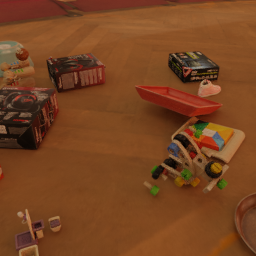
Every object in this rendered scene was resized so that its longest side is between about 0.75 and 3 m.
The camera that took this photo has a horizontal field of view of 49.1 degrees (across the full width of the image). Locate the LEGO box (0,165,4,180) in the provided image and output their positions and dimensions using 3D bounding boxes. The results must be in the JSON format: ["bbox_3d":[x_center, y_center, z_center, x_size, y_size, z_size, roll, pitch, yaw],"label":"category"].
[{"bbox_3d":[-4.536,1.312,7.954,1.495,0.577,1.113,15,37,21],"label":"LEGO box"}]

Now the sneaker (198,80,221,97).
[{"bbox_3d":[3.714,-1.863,12.586,1.313,0.686,0.494,-18,36,-27],"label":"sneaker"}]

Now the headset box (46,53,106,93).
[{"bbox_3d":[-2.409,-2.780,13.649,2.630,0.987,1.955,-14,37,-20],"label":"headset box"}]

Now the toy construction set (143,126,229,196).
[{"bbox_3d":[1.930,1.027,7.794,1.726,1.873,2.246,36,37,16],"label":"toy construction set"}]

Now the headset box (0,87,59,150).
[{"bbox_3d":[-3.924,-0.535,10.229,2.155,1.088,2.900,2,34,3],"label":"headset box"}]

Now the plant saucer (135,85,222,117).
[{"bbox_3d":[1.974,-1.062,10.931,2.671,0.491,2.676,24,19,32],"label":"plant saucer"}]

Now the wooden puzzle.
[{"bbox_3d":[2.799,0.264,9.696,2.025,0.377,1.873,23,40,29],"label":"wooden puzzle"}]

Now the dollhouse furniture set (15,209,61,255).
[{"bbox_3d":[-1.930,2.398,6.007,1.070,0.958,1.350,-12,36,-18],"label":"dollhouse furniture set"}]

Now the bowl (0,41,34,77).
[{"bbox_3d":[-6.400,-3.792,14.887,2.502,1.309,2.502,1,34,0],"label":"bowl"}]

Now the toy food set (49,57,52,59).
[{"bbox_3d":[-4.142,-3.796,15.683,0.433,0.408,0.907,24,41,32],"label":"toy food set"}]

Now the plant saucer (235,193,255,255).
[{"bbox_3d":[3.613,2.426,6.493,2.242,0.386,2.242,0,35,0],"label":"plant saucer"}]

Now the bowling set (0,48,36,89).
[{"bbox_3d":[-5.071,-2.496,12.458,1.560,2.023,2.906,-19,35,-22],"label":"bowling set"}]

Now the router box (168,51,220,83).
[{"bbox_3d":[3.319,-3.191,14.453,1.807,0.749,2.411,-7,35,-11],"label":"router box"}]
